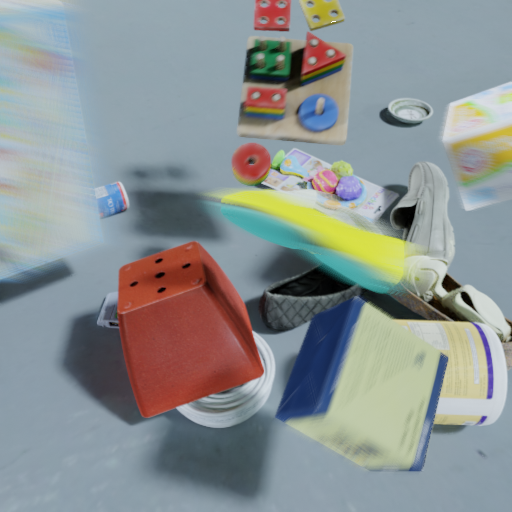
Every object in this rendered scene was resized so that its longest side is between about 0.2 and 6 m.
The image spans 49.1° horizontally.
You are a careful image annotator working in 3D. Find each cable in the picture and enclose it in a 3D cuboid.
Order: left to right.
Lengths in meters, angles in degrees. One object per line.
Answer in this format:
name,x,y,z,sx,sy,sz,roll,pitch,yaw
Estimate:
cable,-0.565,1.691,8.210,1.661,0.575,1.662,21,48,19

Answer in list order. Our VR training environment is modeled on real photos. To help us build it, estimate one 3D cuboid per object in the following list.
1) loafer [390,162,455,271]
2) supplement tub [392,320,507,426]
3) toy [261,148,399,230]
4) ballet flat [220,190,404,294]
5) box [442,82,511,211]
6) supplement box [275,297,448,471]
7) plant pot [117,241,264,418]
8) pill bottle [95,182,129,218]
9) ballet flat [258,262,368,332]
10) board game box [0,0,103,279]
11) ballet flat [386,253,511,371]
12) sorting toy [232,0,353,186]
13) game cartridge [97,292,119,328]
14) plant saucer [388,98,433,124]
loafer,3.057,-0.831,10.564,1.001,1.003,2.868,11,45,0
supplement tub,2.240,1.586,7.710,1.923,1.398,1.398,2,43,1
toy,1.499,-1.602,11.648,2.647,0.625,1.524,26,50,25
ballet flat,0.665,-0.321,6.159,2.109,0.705,0.707,26,72,5
box,3.302,-1.578,7.685,1.137,1.025,2.021,-15,21,28
supplement box,1.084,1.324,5.667,1.245,0.836,1.246,32,60,-13
plant pot,-1.075,0.853,7.880,1.775,1.566,1.777,-19,32,-1
pill bottle,-3.106,-1.053,11.099,1.044,0.586,0.586,-21,47,-19
ballet flat,1.192,0.431,9.376,2.683,0.762,0.891,-28,51,-29
board game box,-3.584,-1.375,7.565,2.494,3.710,0.635,-23,45,-28
ballet flat,2.980,0.604,8.776,2.805,0.943,0.955,39,61,23
sorting toy,0.616,-2.704,8.414,1.649,0.579,3.421,6,76,3
game cartridge,-2.024,0.891,9.329,1.082,0.219,0.721,3,40,3
plant saucer,3.819,-3.556,13.961,1.091,0.274,1.091,0,43,0
